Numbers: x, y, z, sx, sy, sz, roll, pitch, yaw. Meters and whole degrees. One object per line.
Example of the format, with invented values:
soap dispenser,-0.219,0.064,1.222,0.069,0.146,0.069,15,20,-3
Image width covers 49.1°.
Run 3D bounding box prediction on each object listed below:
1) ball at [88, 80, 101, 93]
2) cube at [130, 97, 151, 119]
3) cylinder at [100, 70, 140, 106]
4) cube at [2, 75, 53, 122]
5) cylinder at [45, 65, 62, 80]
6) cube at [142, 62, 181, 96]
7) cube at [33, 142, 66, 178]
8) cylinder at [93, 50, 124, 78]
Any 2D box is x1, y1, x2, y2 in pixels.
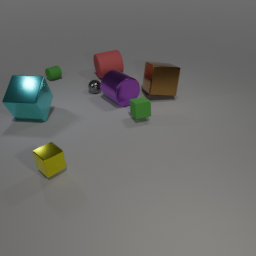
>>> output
ball,-1.718,-2.148,14.488,0.700,0.700,0.700,0,31,0
cube,0.525,-0.858,11.937,0.700,0.700,0.700,-12,23,-17
cylinder,-0.384,-1.925,13.416,1.400,1.400,1.400,-20,36,-30
cube,-4.155,-1.237,11.808,1.400,1.400,1.400,3,61,5
cylinder,-4.288,-3.176,16.130,0.700,0.700,0.700,-28,41,-35
cube,1.622,-2.465,13.974,1.400,1.400,1.400,1,20,-13
cube,-2.473,0.991,8.849,0.700,0.700,0.700,29,44,36
cylinder,-1.138,-3.716,16.266,1.400,1.400,1.400,-16,34,-15
